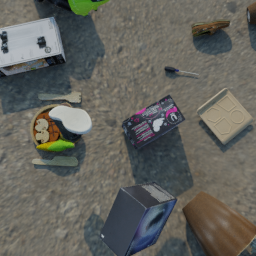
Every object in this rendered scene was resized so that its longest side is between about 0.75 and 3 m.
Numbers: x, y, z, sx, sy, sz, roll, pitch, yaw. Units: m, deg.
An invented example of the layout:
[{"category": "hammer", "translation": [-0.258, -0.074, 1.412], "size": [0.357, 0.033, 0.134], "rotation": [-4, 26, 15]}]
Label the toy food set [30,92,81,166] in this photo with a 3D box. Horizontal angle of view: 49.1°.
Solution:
[{"category": "toy food set", "translation": [-2.680, -0.027, 10.373], "size": [1.957, 0.569, 2.835], "rotation": [0, 79, 0]}]

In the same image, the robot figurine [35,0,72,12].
[{"category": "robot figurine", "translation": [-2.817, -6.099, 10.867], "size": [2.254, 1.872, 3.000], "rotation": [-23, 80, -11]}]

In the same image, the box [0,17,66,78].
[{"category": "box", "translation": [-3.978, -3.098, 10.827], "size": [2.779, 0.836, 1.621], "rotation": [-14, 80, -3]}]

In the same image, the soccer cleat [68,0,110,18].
[{"category": "soccer cleat", "translation": [-0.539, -3.622, 6.968], "size": [2.163, 0.877, 0.730], "rotation": [-33, 39, -5]}]

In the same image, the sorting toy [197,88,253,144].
[{"category": "sorting toy", "translation": [3.659, -0.447, 10.627], "size": [1.542, 0.304, 1.666], "rotation": [-37, 86, -7]}]

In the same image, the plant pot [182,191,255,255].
[{"category": "plant pot", "translation": [2.822, 3.166, 9.280], "size": [1.885, 1.885, 2.016], "rotation": [-41, 69, -7]}]

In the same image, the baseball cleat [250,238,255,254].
[{"category": "baseball cleat", "translation": [5.214, 4.305, 9.525], "size": [2.328, 0.812, 1.239], "rotation": [43, 76, -2]}]

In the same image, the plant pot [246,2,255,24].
[{"category": "plant pot", "translation": [5.456, -4.614, 11.007], "size": [1.383, 1.293, 1.293], "rotation": [-11, 79, 17]}]

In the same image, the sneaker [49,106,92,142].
[{"category": "sneaker", "translation": [-1.516, 0.002, 8.276], "size": [0.721, 1.012, 2.041], "rotation": [-44, 38, -22]}]

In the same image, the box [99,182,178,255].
[{"category": "box", "translation": [0.311, 2.520, 7.831], "size": [1.022, 1.645, 1.658], "rotation": [32, 107, 36]}]

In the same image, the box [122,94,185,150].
[{"category": "box", "translation": [0.865, -0.155, 10.044], "size": [1.920, 1.269, 1.102], "rotation": [-30, 85, -6]}]

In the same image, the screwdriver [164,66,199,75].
[{"category": "screwdriver", "translation": [2.109, -2.229, 10.978], "size": [1.380, 0.201, 0.192], "rotation": [11, 81, 6]}]

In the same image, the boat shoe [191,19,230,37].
[{"category": "boat shoe", "translation": [3.314, -3.952, 11.188], "size": [1.529, 0.550, 0.520], "rotation": [-7, 85, 7]}]
